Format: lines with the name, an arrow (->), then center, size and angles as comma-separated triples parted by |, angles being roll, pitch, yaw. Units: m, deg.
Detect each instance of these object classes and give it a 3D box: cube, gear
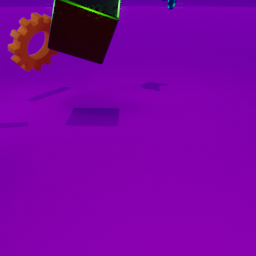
cube -> -0.929, -2.376, 6.053 | 1.242, 1.242, 1.242 | 14, 52, -15
gear -> -2.887, -2.670, 8.846 | 0.333, 1.802, 1.802 | 35, 38, 19

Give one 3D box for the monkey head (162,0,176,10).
monkey head -> 1.229, -4.274, 8.161 | 1.050, 1.460, 0.880 | -15, 19, 31
